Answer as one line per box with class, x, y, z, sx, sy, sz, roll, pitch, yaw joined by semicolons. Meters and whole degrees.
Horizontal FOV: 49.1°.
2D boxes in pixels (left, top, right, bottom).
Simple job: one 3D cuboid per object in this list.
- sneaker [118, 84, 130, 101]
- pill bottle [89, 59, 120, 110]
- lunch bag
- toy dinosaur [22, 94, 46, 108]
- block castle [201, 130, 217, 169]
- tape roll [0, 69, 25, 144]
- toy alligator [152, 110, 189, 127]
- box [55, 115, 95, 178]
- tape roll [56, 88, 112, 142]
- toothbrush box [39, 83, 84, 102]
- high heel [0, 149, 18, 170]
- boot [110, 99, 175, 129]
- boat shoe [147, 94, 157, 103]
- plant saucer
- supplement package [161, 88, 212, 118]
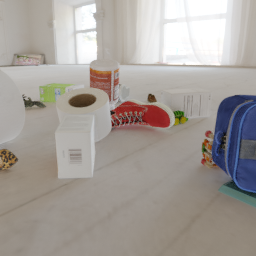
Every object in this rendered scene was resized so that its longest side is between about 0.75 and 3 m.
sneaker;-0.552;-2.043;15.968;0.971;0.959;2.445;7;7;8
pill bottle;-1.014;-1.713;11.969;1.251;2.230;1.251;3;30;-2
lunch bag;3.148;0.301;5.886;2.775;1.886;1.836;3;10;-2
toy dinosaur;-5.418;-1.194;13.807;2.541;0.603;1.120;-11;26;-24
block castle;2.254;0.524;7.226;0.660;0.987;0.463;-7;25;-18
tape roll;-4.492;-0.508;8.179;2.401;2.401;1.648;8;19;24
toy alligator;1.718;-0.403;11.155;1.832;0.497;0.543;-11;20;-30
box;-1.296;0.411;7.179;0.831;1.190;1.564;-1;17;-4
tape roll;-1.379;-0.422;8.955;1.647;1.131;1.647;-2;37;2
toothbrush box;-3.710;-2.003;15.872;2.071;0.891;1.508;4;16;15
high heel;-3.448;0.883;6.764;1.476;0.527;1.052;-2;12;33
boot;0.216;-0.304;10.214;1.917;0.962;2.657;-24;27;-35
boat shoe;1.313;-1.668;15.631;0.416;0.393;1.156;-4;17;-14
plant saucer;2.830;1.446;5.509;0.701;0.190;2.006;-12;19;-37
supplement package;2.525;-1.089;12.335;1.906;1.142;1.156;-4;17;-14
